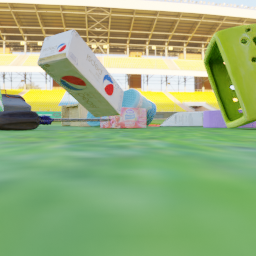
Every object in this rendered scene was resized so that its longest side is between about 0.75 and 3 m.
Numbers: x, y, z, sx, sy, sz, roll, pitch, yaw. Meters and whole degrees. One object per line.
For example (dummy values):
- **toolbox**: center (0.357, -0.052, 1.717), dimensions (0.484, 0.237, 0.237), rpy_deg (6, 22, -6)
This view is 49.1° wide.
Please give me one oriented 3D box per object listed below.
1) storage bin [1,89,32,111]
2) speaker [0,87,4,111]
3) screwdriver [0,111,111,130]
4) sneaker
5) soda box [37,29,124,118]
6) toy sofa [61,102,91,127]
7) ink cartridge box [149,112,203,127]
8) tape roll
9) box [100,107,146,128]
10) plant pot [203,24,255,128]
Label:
- **storage bin**: center (-3.301, -0.461, 7.396), dimensions (1.521, 1.107, 1.021), rpy_deg (-1, 11, -40)
- **speaker**: center (-3.200, -0.918, 6.101), dimensions (0.851, 1.924, 0.851), rpy_deg (-16, -37, -12)
- **screwdriver**: center (-1.269, -0.118, 5.218), dimensions (0.367, 0.352, 2.523), rpy_deg (-37, -23, 32)
- **sneaker**: center (-0.119, -0.349, 8.354), dimensions (2.182, 0.868, 1.424), rpy_deg (-14, -25, 41)
- **soda box**: center (-0.669, -0.773, 4.492), dimensions (0.552, 0.516, 1.622), rpy_deg (-5, -29, 26)
- **toy sofa**: center (-1.863, -0.529, 11.428), dimensions (1.125, 0.955, 2.306), rpy_deg (-2, 2, -30)
- **ink cartridge box**: center (1.957, -0.345, 11.345), dimensions (2.481, 0.586, 1.986), rpy_deg (2, 2, 23)
- **tape roll**: center (2.911, -0.249, 7.947), dimensions (1.494, 0.490, 1.494), rpy_deg (0, 0, 0)
- **box**: center (-0.104, -0.237, 6.767), dimensions (1.042, 0.493, 0.535), rpy_deg (-1, 1, -36)
- **plant pot**: center (2.654, -1.084, 5.646), dimensions (1.616, 1.781, 1.772), rpy_deg (-18, -6, 6)
